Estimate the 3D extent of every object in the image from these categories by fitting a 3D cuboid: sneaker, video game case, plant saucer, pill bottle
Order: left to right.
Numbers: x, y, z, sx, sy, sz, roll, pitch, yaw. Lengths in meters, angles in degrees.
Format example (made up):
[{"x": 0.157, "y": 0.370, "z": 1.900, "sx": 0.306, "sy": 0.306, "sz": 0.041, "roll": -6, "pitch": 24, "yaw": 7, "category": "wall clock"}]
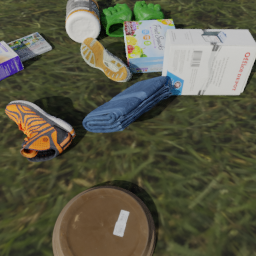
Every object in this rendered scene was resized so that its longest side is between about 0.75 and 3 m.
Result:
[{"x": -4.155, "y": -3.395, "z": 11.730, "sx": 1.483, "sy": 0.163, "sz": 1.352, "roll": -31, "pitch": 58, "yaw": -21, "category": "video game case"}, {"x": -2.970, "y": 0.104, "z": 8.434, "sx": 2.499, "sy": 0.969, "sz": 1.400, "roll": 22, "pitch": 54, "yaw": 17, "category": "sneaker"}, {"x": -1.955, "y": -4.937, "z": 12.152, "sx": 1.426, "sy": 1.426, "sz": 2.450, "roll": -5, "pitch": 52, "yaw": -4, "category": "pill bottle"}, {"x": -0.587, "y": 2.532, "z": 6.893, "sx": 2.574, "sy": 0.379, "sz": 2.574, "roll": 0, "pitch": 51, "yaw": 0, "category": "plant saucer"}, {"x": -0.808, "y": -2.429, "z": 10.394, "sx": 2.305, "sy": 1.011, "sz": 0.872, "roll": 46, "pitch": 106, "yaw": 17, "category": "sneaker"}]

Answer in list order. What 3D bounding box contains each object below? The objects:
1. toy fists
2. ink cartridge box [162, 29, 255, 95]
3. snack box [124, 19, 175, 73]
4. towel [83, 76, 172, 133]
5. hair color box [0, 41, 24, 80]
[{"x": 0.201, "y": -4.917, "z": 12.423, "sx": 2.857, "sy": 0.982, "sz": 1.456, "roll": -10, "pitch": 49, "yaw": -6, "category": "toy fists"}, {"x": 2.634, "y": -2.207, "z": 9.582, "sx": 2.739, "sy": 2.005, "sz": 1.176, "roll": -1, "pitch": 46, "yaw": -1, "category": "ink cartridge box"}, {"x": 0.943, "y": -3.327, "z": 11.232, "sx": 2.089, "sy": 0.838, "sz": 2.477, "roll": -3, "pitch": 53, "yaw": -2, "category": "snack box"}, {"x": 0.039, "y": -0.705, "z": 8.670, "sx": 1.605, "sy": 0.698, "sz": 2.875, "roll": -4, "pitch": 26, "yaw": 43, "category": "towel"}, {"x": -5.317, "y": -2.266, "z": 10.470, "sx": 2.308, "sy": 0.748, "sz": 1.261, "roll": -36, "pitch": 61, "yaw": -23, "category": "hair color box"}]
